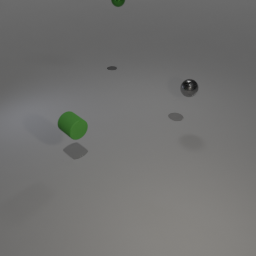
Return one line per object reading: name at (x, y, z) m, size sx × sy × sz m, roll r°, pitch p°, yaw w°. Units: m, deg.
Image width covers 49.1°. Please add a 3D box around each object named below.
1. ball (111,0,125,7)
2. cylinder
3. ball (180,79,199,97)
ball at (-0.484, -6.297, 13.698) m, size 0.700 × 0.700 × 0.700 m, roll 0°, pitch 32°, yaw 0°
cylinder at (-1.764, -0.082, 8.937) m, size 0.700 × 0.700 × 0.700 m, roll -28°, pitch 46°, yaw -36°
ball at (2.382, -1.549, 10.883) m, size 0.700 × 0.700 × 0.700 m, roll 0°, pitch 32°, yaw 0°
